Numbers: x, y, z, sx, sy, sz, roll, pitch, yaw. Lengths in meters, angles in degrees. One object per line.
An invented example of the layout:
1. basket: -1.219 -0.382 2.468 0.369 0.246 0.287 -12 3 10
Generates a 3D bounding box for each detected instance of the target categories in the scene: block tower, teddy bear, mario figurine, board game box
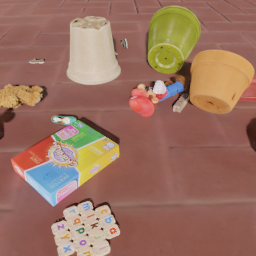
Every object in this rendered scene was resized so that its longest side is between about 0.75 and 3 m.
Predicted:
1. block tower: 2.314 -1.080 12.095 0.325 0.304 1.126 20 43 24
2. teddy bear: -5.019 -1.436 12.090 2.678 0.894 1.942 2 36 2
3. mario figurine: 1.124 -1.615 11.718 2.831 1.748 1.501 -28 58 -36
4. board game box: -2.003 0.991 9.278 2.145 0.565 2.804 29 47 31

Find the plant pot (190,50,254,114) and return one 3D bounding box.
1. plant pot: 3.333 -1.603 10.572 2.321 2.321 1.625 18 76 21

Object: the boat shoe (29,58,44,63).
1. boat shoe: -5.068 -3.736 15.486 0.813 0.242 0.292 1 38 1

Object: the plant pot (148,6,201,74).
1. plant pot: 2.203 -4.355 14.582 2.822 2.822 2.717 9 51 12

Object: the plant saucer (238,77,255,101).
1. plant saucer: 5.129 -1.755 12.741 1.885 0.346 1.881 6 38 21

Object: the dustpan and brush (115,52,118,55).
1. dustpan and brush: -1.394 -4.715 16.606 1.906 0.545 1.330 19 44 33

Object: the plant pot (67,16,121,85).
1. plant pot: -1.795 -3.969 13.904 2.820 2.581 2.820 0 39 0

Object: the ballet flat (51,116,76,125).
1. ballet flat: -2.553 -0.298 10.986 1.030 0.347 0.362 5 1 15

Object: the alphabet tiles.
1. alphabet tiles: -1.130 2.721 7.463 1.629 0.122 1.666 -17 41 -18

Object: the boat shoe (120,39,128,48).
1. boat shoe: -0.243 -5.139 17.132 0.366 0.433 1.215 -6 32 -3
